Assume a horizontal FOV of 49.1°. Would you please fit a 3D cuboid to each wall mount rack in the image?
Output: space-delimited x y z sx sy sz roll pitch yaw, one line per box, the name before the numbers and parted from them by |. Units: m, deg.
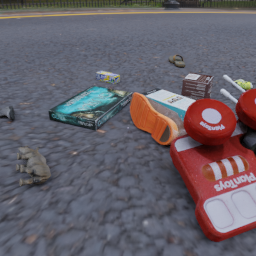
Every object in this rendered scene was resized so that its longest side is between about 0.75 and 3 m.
wall mount rack | 4.371 -1.014 9.138 2.521 1.082 2.902 3 25 20

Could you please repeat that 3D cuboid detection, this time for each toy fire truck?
toy fire truck | 2.365 0.695 5.596 2.926 1.641 2.457 -13 54 -14

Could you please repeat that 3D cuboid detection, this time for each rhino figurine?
rhino figurine | -2.197 0.784 6.417 0.667 0.456 1.525 5 22 -30

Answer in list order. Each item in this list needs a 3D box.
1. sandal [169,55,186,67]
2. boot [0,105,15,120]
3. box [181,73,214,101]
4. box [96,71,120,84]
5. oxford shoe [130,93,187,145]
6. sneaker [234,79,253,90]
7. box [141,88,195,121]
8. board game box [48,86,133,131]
sandal | 2.580 -3.574 14.624 0.667 0.446 1.632 -3 28 -5
boot | -3.975 -0.424 8.912 0.647 0.343 0.983 -14 20 -18
box | 2.355 -1.239 9.602 0.858 1.045 0.867 14 32 24
box | -0.877 -2.202 12.164 1.064 0.342 0.373 20 34 31
oxford shoe | 0.856 -0.290 8.219 0.922 0.902 2.529 0 32 -31
sneaker | 4.643 -1.711 11.290 0.378 0.373 0.988 -14 20 -11
box | 1.456 -0.703 9.140 0.887 0.530 2.155 -24 36 -37
board game box | -1.151 -0.778 9.465 1.748 0.364 2.585 12 30 22
